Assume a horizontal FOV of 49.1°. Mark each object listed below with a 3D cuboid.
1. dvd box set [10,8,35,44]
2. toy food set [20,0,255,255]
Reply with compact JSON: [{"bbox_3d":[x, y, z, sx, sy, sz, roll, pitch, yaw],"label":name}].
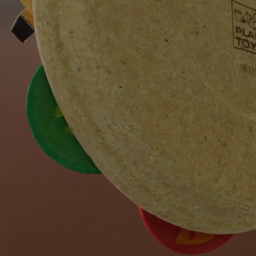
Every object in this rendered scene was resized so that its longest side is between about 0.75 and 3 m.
[{"bbox_3d":[-0.959,-2.374,4.734,2.315,0.340,1.693,-48,26,-12],"label":"dvd box set"},{"bbox_3d":[0.585,-0.546,1.955,2.603,2.577,0.633,-11,-3,-30],"label":"toy food set"}]
